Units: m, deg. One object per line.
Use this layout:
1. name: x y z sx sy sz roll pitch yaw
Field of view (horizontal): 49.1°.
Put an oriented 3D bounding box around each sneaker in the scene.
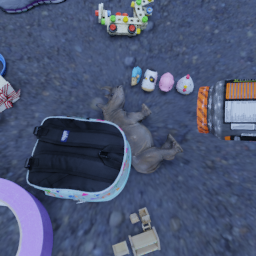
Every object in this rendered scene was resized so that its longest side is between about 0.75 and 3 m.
1. sneaker: -3.267 -4.669 9.365 2.394 1.048 0.891 -19 66 -9

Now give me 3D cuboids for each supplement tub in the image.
1. supplement tub: 1.784 -0.256 4.020 1.474 0.903 0.903 2 63 22

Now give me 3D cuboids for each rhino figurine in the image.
1. rhino figurine: 0.073 -0.090 7.269 1.255 0.858 2.869 -41 68 6

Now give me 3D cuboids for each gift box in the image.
1. gift box: -3.541 -1.026 7.794 0.853 0.787 0.797 -44 70 -12

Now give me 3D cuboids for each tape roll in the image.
1. tape roll: -3.104 2.519 6.055 2.760 0.906 2.760 0 66 0

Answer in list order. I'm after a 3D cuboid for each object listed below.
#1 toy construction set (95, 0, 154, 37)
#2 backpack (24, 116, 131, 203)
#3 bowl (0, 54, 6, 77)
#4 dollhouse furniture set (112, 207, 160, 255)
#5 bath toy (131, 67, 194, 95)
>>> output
1. toy construction set: -0.144 -3.561 8.933 1.920 0.885 1.259 0 87 8
2. backpack: -0.987 0.754 6.463 2.120 1.596 1.882 1 64 15
3. bowl: -4.293 -1.784 8.449 1.235 0.242 1.235 0 64 0
4. dollhouse furniture set: 0.110 2.454 6.411 0.999 0.555 0.883 -17 41 -7
5. bath toy: 1.012 -1.353 8.021 1.788 0.661 0.778 10 65 4
